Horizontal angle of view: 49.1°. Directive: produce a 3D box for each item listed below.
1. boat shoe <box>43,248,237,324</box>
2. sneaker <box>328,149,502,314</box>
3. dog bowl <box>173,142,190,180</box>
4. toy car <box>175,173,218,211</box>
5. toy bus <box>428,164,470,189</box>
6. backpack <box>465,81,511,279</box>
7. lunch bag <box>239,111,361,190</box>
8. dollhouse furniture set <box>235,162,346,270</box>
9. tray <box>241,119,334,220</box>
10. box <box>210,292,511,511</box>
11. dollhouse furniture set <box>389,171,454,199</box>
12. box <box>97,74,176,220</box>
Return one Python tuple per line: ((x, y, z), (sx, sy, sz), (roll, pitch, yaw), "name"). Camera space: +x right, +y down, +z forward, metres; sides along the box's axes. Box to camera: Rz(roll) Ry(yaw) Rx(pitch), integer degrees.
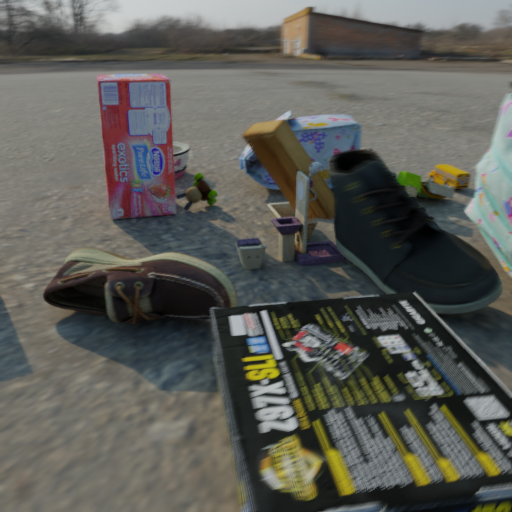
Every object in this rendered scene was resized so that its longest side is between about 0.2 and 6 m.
((-1.572, 0.529, 7.215), (2.675, 0.965, 0.963), (9, 37, 21), "boat shoe")
((2.001, -0.413, 7.925), (1.155, 1.641, 3.089), (-31, 34, -18), "sneaker")
((-2.659, -2.411, 14.343), (1.946, 0.718, 1.946), (0, 23, 0), "dog bowl")
((-1.295, -1.268, 11.841), (0.744, 0.587, 0.611), (-35, 78, -19), "toy car")
((4.606, -1.897, 13.434), (0.381, 0.459, 1.171), (-6, 23, -14), "toy bus")
((4.793, -0.894, 7.801), (3.707, 2.811, 4.442), (13, 29, -10), "backpack")
((1.049, -2.564, 13.422), (2.776, 1.765, 2.354), (-4, 19, 7), "lunch bag")
((0.369, -0.978, 9.747), (1.800, 1.612, 2.271), (-5, 23, -12), "dollhouse furniture set")
((0.614, -1.427, 9.572), (0.352, 1.903, 0.939), (-48, 29, -20), "tray")
((0.937, 1.388, 5.239), (2.483, 0.767, 3.109), (-6, 23, -9), "box")
((3.030, -1.269, 12.060), (2.536, 0.979, 1.267), (7, 7, -38), "dollhouse furniture set")
((-2.401, -2.233, 11.323), (1.386, 2.700, 1.278), (-6, 24, -14), "box")
